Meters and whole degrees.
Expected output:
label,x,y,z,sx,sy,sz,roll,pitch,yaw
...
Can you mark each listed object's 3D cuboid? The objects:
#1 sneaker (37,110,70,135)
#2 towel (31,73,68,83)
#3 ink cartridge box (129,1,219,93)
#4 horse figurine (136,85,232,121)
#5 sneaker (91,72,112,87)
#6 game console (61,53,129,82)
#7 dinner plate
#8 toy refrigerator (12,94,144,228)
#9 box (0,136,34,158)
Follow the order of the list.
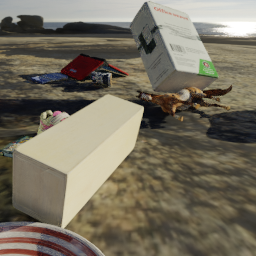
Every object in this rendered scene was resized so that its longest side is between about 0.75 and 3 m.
label,x,y,z,sx,sy,sz,roll,pitch,yaw
sneaker,-1.484,-0.021,6.232,1.463,0.646,0.595,12,25,27
towel,-3.438,-2.181,12.299,0.987,0.160,1.344,21,31,37
ink cartridge box,1.428,-2.529,9.057,2.004,1.135,2.733,0,62,-35
horse figurine,1.773,-0.814,8.177,2.631,0.657,1.744,-15,25,-26
sneaker,-1.082,-1.976,11.255,0.805,0.520,1.484,2,15,-9
game console,-1.614,-2.585,13.199,2.128,1.466,2.470,-43,37,-15
dinner plate,-1.293,1.752,2.270,2.643,0.320,2.643,-1,23,0
toy refrigerator,-0.677,0.323,4.634,0.909,0.986,2.598,21,29,15
box,-2.220,0.395,5.876,0.513,0.142,0.752,8,23,18
